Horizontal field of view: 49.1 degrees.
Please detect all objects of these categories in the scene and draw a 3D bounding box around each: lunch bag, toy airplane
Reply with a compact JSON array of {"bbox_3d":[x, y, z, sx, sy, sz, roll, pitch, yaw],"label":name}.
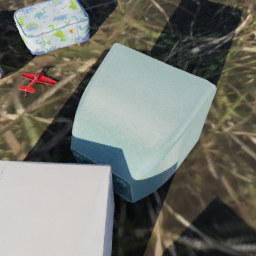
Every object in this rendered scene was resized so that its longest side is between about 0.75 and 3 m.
[{"bbox_3d":[-2.344,-3.281,8.805,2.110,0.870,1.696,-25,61,-16],"label":"lunch bag"},{"bbox_3d":[-2.637,-1.305,7.867,1.118,0.206,1.118,-1,55,1],"label":"toy airplane"}]

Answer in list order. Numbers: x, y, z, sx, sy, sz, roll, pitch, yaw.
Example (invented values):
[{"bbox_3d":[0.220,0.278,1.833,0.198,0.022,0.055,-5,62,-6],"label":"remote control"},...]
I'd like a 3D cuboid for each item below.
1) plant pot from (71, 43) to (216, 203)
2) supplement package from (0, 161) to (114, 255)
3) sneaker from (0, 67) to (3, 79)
[{"bbox_3d":[0.112,0.133,5.759,2.237,2.231,2.278,27,64,17],"label":"plant pot"},{"bbox_3d":[-1.634,2.077,4.487,2.675,1.968,2.558,2,56,1],"label":"supplement package"},{"bbox_3d":[-4.304,-2.370,8.062,1.186,1.081,2.893,-36,63,-22],"label":"sneaker"}]
